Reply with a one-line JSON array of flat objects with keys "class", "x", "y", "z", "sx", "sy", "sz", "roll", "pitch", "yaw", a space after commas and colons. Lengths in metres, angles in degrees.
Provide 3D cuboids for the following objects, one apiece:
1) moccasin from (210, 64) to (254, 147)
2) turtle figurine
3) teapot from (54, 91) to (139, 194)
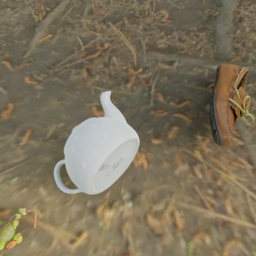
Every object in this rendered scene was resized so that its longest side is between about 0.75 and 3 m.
[{"class": "moccasin", "x": 2.709, "y": -0.645, "z": 7.215, "sx": 1.077, "sy": 1.021, "sz": 2.791, "roll": 6, "pitch": 42, "yaw": 21}, {"class": "turtle figurine", "x": -2.595, "y": 2.126, "z": 5.614, "sx": 1.124, "sy": 0.449, "sz": 1.393, "roll": 21, "pitch": 61, "yaw": 6}, {"class": "teapot", "x": -0.743, "y": 0.458, "z": 6.082, "sx": 1.334, "sy": 1.803, "sz": 1.826, "roll": 37, "pitch": 57, "yaw": 21}]
